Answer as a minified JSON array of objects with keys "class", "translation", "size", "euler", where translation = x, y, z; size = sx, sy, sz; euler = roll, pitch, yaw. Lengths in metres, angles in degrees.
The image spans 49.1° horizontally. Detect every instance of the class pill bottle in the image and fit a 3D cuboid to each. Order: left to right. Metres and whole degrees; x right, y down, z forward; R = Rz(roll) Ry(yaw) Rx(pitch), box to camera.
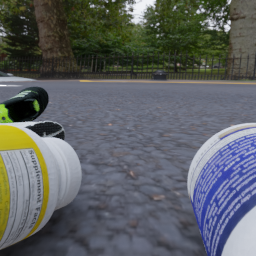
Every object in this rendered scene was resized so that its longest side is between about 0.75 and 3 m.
[{"class":"pill bottle","translation":[-1.452,0.578,2.622],"size":[1.235,1.235,2.219],"euler":[6,2,26]},{"class":"pill bottle","translation":[1.192,0.794,1.945],"size":[1.281,1.281,2.141],"euler":[1,13,4]}]

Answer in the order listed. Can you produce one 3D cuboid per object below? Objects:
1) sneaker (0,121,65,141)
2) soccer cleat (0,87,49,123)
[{"class":"sneaker","translation":[-2.572,0.255,6.142],"size":[2.224,0.820,0.890],"euler":[0,0,-26]},{"class":"soccer cleat","translation":[-2.796,-0.557,7.758],"size":[1.156,0.963,2.852],"euler":[-11,18,19]}]
